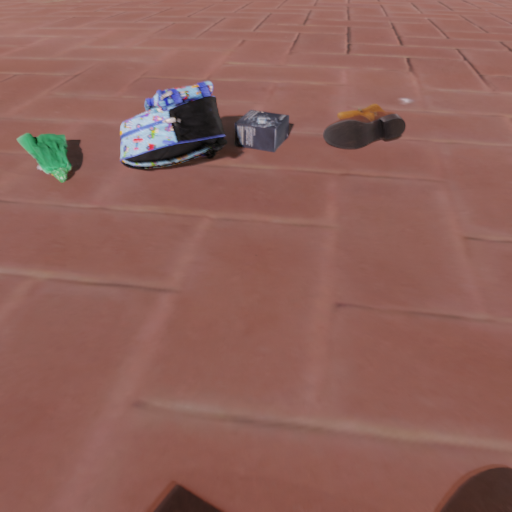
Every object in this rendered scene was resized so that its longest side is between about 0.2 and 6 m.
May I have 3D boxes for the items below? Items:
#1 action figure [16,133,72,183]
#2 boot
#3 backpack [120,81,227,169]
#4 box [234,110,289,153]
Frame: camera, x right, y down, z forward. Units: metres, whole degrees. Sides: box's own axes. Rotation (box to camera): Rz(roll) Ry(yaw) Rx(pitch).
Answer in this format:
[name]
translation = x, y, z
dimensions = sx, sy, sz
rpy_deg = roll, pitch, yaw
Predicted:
[action figure]
translation = -4.718, -2.242, 12.902
dimensions = 1.110, 0.514, 1.880
rpy_deg = -16, 44, -25
[boot]
translation = 2.550, -3.577, 14.757
dimensions = 2.128, 0.774, 2.261
rpy_deg = -17, 29, -2
[backpack]
translation = -1.993, -2.786, 12.465
dimensions = 2.315, 1.557, 2.113
rpy_deg = -16, 7, -9
[box]
translation = 0.154, -3.181, 14.210
dimensions = 1.099, 0.646, 1.081
rpy_deg = 13, 36, 16
